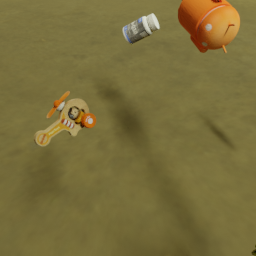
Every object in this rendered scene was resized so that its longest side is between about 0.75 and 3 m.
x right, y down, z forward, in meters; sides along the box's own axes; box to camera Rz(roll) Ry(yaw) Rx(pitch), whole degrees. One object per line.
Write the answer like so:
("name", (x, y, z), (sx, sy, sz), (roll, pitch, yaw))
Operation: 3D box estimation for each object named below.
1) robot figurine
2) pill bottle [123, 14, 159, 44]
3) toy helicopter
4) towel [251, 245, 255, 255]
("robot figurine", (1.377, -1.896, 4.836), (0.780, 0.963, 1.338), (18, 35, -46))
("pill bottle", (0.328, -2.488, 7.027), (0.841, 0.478, 0.478), (-20, 32, 26))
("toy helicopter", (-0.956, -0.104, 4.004), (0.945, 0.625, 0.373), (-41, 31, -29))
("towel", (1.784, 1.350, 2.153), (0.220, 2.436, 1.048), (-37, 70, -11))
